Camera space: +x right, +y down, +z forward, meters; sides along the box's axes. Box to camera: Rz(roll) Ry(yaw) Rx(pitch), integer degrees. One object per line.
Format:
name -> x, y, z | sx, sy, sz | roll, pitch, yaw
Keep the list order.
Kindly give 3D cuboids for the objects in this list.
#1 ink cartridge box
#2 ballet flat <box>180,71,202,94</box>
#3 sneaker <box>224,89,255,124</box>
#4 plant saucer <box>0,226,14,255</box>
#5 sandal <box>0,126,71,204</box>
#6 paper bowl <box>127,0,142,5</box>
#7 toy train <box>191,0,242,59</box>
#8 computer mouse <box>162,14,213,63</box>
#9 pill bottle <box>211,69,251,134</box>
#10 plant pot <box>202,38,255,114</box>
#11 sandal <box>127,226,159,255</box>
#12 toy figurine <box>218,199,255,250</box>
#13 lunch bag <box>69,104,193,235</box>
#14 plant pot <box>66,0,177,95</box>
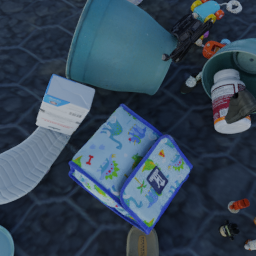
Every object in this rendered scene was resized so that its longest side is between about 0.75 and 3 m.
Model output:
ink cartridge box -> -1.633, -0.498, 7.042 | 1.046, 1.802, 0.611 | 20, 62, -18
ballet flat -> 2.113, -1.529, 8.886 | 1.135, 0.388, 0.386 | -37, 69, -17
sneaker -> 2.467, -0.480, 6.225 | 0.480, 1.265, 0.574 | -23, 77, -12
plant saucer -> -3.412, 3.033, 6.707 | 1.404, 0.192, 1.404 | 0, 63, -1
sandal -> -2.622, 0.912, 7.519 | 1.206, 0.728, 2.963 | 44, 57, 1
paper bowl -> -0.182, -5.031, 10.392 | 1.597, 0.831, 1.597 | 0, 63, 0
toy train -> 2.851, -3.257, 9.603 | 2.033, 0.753, 2.706 | 18, 68, 7
computer mouse -> 1.401, -2.216, 7.160 | 0.455, 1.977, 1.388 | 40, 105, -22
pill bottle -> 2.938, -0.779, 8.107 | 0.968, 0.968, 1.713 | 2, 69, 1
plant pot -> 3.421, -1.681, 8.086 | 2.135, 2.135, 1.430 | 30, 60, 14
sandal -> 0.392, 3.377, 6.253 | 0.997, 0.671, 2.483 | -2, 62, -3
toy figurine -> 2.850, 2.351, 6.787 | 1.052, 0.744, 1.069 | 28, 65, 7
lunch bag -> 0.110, 1.016, 7.025 | 2.510, 1.600, 2.134 | 39, 66, 5
plant pot -> -0.081, -2.240, 8.143 | 2.562, 2.727, 2.727 | 21, 64, -6
